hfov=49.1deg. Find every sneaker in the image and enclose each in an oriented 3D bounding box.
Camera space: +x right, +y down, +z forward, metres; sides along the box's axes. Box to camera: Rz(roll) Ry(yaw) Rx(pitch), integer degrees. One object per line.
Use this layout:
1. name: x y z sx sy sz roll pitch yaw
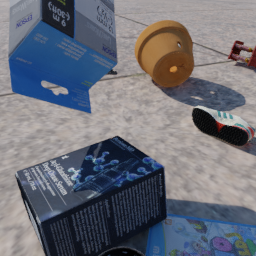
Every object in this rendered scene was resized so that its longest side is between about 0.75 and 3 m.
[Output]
1. sneaker: 2.602 -0.118 7.664 0.834 0.628 1.785 -16 35 -40

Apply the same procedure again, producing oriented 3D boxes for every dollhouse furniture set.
1. dollhouse furniture set: 5.867 -3.295 12.891 2.231 0.907 1.200 1 26 -34

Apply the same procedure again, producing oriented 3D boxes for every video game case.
1. video game case: 1.520 2.146 4.155 2.547 0.227 1.823 5 31 9

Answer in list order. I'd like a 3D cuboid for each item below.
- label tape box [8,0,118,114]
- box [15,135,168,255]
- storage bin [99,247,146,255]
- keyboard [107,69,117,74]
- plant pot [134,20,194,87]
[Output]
1. label tape box: -1.119 -1.898 5.353 0.950 2.875 2.060 -13 -15 31
2. box: -0.600 1.143 4.752 2.057 1.101 1.527 -19 28 -27
3. storage bin: 0.406 2.614 2.105 2.848 1.335 1.926 22 44 34
4. keyboard: -0.891 -2.403 11.925 0.830 0.086 0.528 2 31 1
5. plant pot: 1.479 -2.620 10.482 2.252 2.252 1.576 -5 47 -9
